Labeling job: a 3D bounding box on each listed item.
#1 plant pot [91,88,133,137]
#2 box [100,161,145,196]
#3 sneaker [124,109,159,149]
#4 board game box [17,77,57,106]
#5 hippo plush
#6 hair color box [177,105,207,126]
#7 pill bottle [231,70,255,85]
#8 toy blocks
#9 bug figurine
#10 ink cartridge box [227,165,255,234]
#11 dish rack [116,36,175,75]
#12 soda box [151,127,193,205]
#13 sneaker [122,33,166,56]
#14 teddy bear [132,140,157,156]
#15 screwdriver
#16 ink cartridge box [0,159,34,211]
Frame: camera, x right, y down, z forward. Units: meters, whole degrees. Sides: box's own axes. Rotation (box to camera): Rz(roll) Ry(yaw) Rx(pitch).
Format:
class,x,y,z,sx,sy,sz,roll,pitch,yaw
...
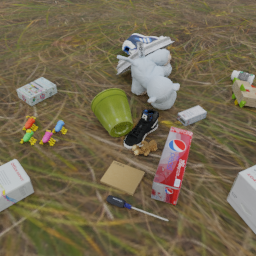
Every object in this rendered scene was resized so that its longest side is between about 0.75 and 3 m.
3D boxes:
class,x,y,z,sx,sy,sz,roll,pitch,yaw
plant pot,-0.516,-0.492,11.073,1.550,1.550,1.492,-15,56,-16
box,-0.175,1.673,9.516,1.228,0.131,1.004,18,46,19
sneaker,0.492,-0.100,10.792,0.690,1.056,1.887,28,49,27
board game box,-4.227,-1.718,13.050,1.071,0.467,1.452,30,49,30
hippo plush,1.367,-2.117,12.018,2.278,2.860,2.299,-35,58,-5
hair color box,2.700,-0.526,11.811,1.114,0.338,0.551,-20,46,-22
pill bottle,5.638,-2.473,13.802,0.996,0.563,0.563,24,47,23
toy blocks,5.519,-1.543,12.707,1.209,0.884,1.769,9,42,-7
bug figurine,-3.403,0.090,11.028,1.820,0.468,1.412,5,42,5
ink cartridge box,4.280,1.925,8.253,1.995,1.443,1.450,-18,45,-19
dish rack,0.717,-3.607,13.713,2.348,0.596,2.736,-32,7,-35
soda box,1.531,1.187,9.448,0.844,0.932,2.662,13,44,14
sneaker,0.830,-4.482,15.894,2.327,0.937,1.704,21,55,16
teddy bear,0.613,0.760,10.367,0.933,0.312,0.677,-25,39,-26
screwdriver,0.244,2.474,8.492,2.007,0.280,0.292,17,16,22
ink cartridge box,-4.006,1.898,8.850,1.634,0.677,1.191,-28,49,-28
